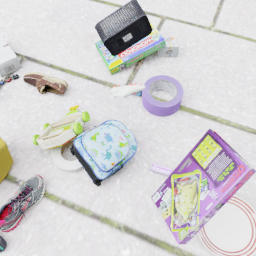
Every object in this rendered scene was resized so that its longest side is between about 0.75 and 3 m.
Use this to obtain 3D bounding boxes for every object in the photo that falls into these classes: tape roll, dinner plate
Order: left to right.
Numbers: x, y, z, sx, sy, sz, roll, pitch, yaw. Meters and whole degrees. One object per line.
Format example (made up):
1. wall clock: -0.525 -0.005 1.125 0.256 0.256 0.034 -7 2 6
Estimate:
1. tape roll: -2.190 0.959 10.976 1.624 0.297 1.624 0 58 0
2. tape roll: 1.485 -1.405 12.147 1.744 0.741 1.744 0 60 0
3. dinner plate: 3.405 3.339 9.548 2.243 0.272 2.243 1 59 -1

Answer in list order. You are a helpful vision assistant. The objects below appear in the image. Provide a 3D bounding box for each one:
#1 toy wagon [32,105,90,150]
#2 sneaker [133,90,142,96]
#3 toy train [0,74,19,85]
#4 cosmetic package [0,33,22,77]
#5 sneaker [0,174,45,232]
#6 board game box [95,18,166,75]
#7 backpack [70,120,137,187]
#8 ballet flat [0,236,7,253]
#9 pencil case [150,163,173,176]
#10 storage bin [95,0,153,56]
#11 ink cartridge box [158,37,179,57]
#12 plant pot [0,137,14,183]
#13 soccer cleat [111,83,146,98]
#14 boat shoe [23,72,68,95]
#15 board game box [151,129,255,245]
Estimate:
1. toy wagon: -2.460 -0.106 11.018 2.038 0.520 2.626 -15 25 21
2. sneaker: 0.109 -1.772 12.494 1.086 0.519 0.431 6 59 3
3. toy train: -5.557 -2.229 12.986 1.028 0.175 0.236 -24 74 -15
4. cosmetic package: -6.130 -3.557 13.412 1.121 0.817 2.206 -33 65 -18
5. sneaker: -3.695 2.555 9.709 0.881 0.816 2.186 24 61 14
6. board game box: 0.076 -4.010 13.475 2.931 0.427 1.973 -28 60 1
7. backpack: -0.746 0.712 10.293 2.099 1.542 1.921 -34 85 -29
8. ballet flat: -4.836 3.485 9.255 1.861 0.680 0.680 25 62 15
9. pencil case: 1.260 1.550 10.590 0.817 0.349 0.343 15 58 7
10. storage bin: -0.142 -3.649 10.341 1.815 1.227 0.851 -31 71 9
11. ink cartridge box: 1.970 -3.968 13.710 0.985 0.712 0.715 -1 59 0
12. plant pot: -5.486 1.076 9.882 2.278 2.227 2.212 -36 65 -28
13. soccer cleat: 0.021 -1.308 9.910 1.232 0.478 0.427 -5 16 9
14. boat shoe: -3.763 -1.907 12.479 2.063 0.744 0.743 15 58 2
15. board game box: 1.699 1.421 6.844 0.404 2.501 1.501 23 23 -34
